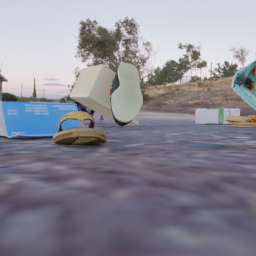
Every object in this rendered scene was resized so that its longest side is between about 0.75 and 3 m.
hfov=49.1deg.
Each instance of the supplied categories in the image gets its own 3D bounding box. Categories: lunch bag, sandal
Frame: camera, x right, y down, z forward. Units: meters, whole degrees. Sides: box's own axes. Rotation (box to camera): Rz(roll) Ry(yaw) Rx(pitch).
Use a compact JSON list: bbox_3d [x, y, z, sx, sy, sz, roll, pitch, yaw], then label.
[{"bbox_3d":[3.974,-0.767,6.291,2.958,1.804,2.520,8,7,30],"label":"lunch bag"},{"bbox_3d":[-0.692,-0.013,3.907,0.656,0.441,1.634,0,2,-12],"label":"sandal"}]

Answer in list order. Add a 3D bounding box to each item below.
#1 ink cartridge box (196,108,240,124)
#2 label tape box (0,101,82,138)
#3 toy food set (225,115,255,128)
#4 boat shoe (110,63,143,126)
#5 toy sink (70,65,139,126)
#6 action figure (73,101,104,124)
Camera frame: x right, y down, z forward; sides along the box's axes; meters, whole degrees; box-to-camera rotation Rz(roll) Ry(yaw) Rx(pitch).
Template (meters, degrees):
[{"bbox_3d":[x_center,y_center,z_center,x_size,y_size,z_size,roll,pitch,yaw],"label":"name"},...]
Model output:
[{"bbox_3d":[4.422,-0.570,13.770,1.823,0.765,1.320,-2,3,-37],"label":"ink cartridge box"},{"bbox_3d":[-1.812,-0.189,5.445,1.491,0.688,2.082,-2,1,-42],"label":"label tape box"},{"bbox_3d":[4.419,-0.243,9.915,1.742,0.424,1.725,1,2,33],"label":"toy food set"},{"bbox_3d":[-0.097,-0.949,8.509,0.915,2.500,0.784,13,-44,-12],"label":"boat shoe"},{"bbox_3d":[-0.617,-1.182,10.278,2.356,1.320,1.535,29,-11,-33],"label":"toy sink"},{"bbox_3d":[-2.307,-1.157,14.646,1.911,2.124,2.852,-6,16,5],"label":"action figure"}]
